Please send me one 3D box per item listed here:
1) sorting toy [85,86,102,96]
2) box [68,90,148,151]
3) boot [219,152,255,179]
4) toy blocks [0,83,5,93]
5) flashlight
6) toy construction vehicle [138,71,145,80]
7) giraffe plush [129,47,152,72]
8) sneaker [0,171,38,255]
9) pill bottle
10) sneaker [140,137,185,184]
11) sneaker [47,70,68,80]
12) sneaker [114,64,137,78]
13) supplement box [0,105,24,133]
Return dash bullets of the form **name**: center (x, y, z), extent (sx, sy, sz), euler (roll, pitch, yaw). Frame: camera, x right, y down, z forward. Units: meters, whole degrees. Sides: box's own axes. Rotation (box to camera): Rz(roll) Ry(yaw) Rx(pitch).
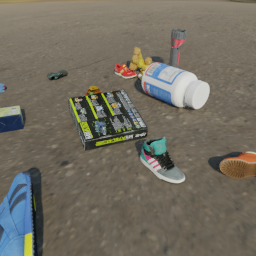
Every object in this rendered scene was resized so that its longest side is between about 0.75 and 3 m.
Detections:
- **sorting toy**: center (-1.120, -1.159, 11.265), extent (1.964, 0.806, 1.180), euler (25, 39, 35)
- **box**: center (-0.748, -0.374, 9.786), extent (2.221, 0.547, 2.300), euler (-14, 47, -18)
- **boot**: center (3.233, 0.999, 7.964), extent (1.511, 0.567, 0.810), euler (4, 26, -9)
- **toy blocks**: center (-7.011, -2.076, 12.525), extent (2.974, 1.486, 2.033), euler (17, 23, 24)
- **flashlight**: center (2.448, -3.705, 14.053), extent (0.789, 2.331, 0.792), euler (3, 31, 5)
- **toy construction vehicle**: center (1.330, -2.660, 14.050), extent (1.539, 0.542, 1.340), euler (-4, 31, -6)
- **giraffe plush**: center (0.742, -3.388, 14.793), extent (1.206, 1.488, 1.284), euler (16, 60, -4)
- **sneaker**: center (-2.512, 1.955, 5.847), extent (1.162, 0.977, 2.963), euler (-7, 32, -15)
- **pill bottle**: center (1.940, -1.704, 11.548), extent (1.469, 1.469, 2.618), euler (-24, 39, -34)
- **sneaker**: center (0.968, 0.782, 7.820), extent (0.682, 0.984, 1.630), euler (-23, 38, -33)
- **sneaker**: center (-3.555, -2.647, 14.279), extent (1.071, 0.404, 0.425), euler (-18, 48, -16)
- **sneaker**: center (-0.177, -2.978, 14.508), extent (1.461, 0.620, 0.563), euler (24, 38, 34)
- **supplement box**: center (-4.286, -0.343, 10.102), extent (0.883, 0.592, 0.882), euler (-11, 32, -17)
